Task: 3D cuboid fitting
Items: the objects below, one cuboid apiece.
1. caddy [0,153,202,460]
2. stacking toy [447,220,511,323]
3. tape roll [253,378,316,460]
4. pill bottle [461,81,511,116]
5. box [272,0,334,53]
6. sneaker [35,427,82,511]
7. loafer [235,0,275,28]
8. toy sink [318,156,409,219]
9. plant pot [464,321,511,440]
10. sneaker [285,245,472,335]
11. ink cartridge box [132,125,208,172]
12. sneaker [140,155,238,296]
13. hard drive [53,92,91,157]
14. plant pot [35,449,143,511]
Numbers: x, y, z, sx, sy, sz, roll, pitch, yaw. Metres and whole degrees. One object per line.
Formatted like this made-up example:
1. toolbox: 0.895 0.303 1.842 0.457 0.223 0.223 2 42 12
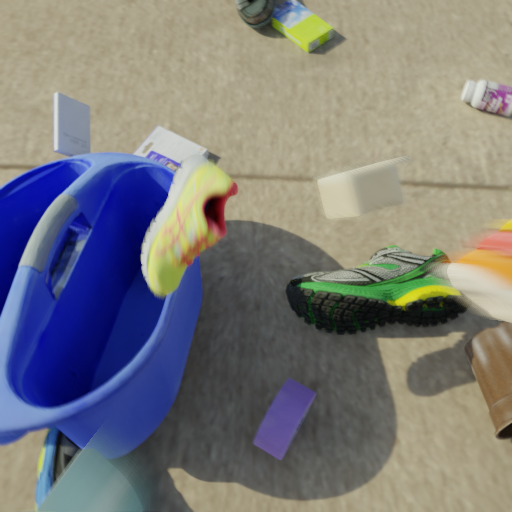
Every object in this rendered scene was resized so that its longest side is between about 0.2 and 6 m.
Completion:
1. caddy: -2.798 0.469 8.523 3.668 2.724 5.189 4 48 7
2. stacking toy: 3.127 -0.064 6.541 1.144 1.144 1.566 37 89 18
3. tape roll: 0.457 2.553 8.798 0.496 1.168 1.168 28 65 15
4. pill bottle: 5.206 -3.553 12.502 1.101 0.618 0.618 17 62 10
5. box: 1.087 -5.702 13.844 0.888 0.347 1.456 -37 67 -19
6. sneaker: -2.578 3.540 8.435 1.379 1.179 3.327 5 56 -23
7. loafer: -0.230 -6.944 14.082 1.044 0.914 2.906 -21 56 20
8. toy sink: 1.700 -1.010 8.484 1.221 0.796 0.684 -19 99 -26
9. plant pot: 4.234 1.956 9.058 1.518 1.518 1.503 -13 53 -7
10. sneaker: 2.086 0.556 10.029 3.221 1.257 1.372 -1 53 -11
11. ink cartridge box: -1.891 -2.031 11.843 1.290 0.280 1.278 29 65 12
12. sneaker: -0.794 -0.279 6.874 0.820 0.710 1.816 27 103 24
13. hard drive: -3.342 -2.325 10.194 0.141 0.733 1.112 -14 74 33
14. plant pot: -1.398 2.200 4.870 0.728 0.715 0.713 33 71 5
